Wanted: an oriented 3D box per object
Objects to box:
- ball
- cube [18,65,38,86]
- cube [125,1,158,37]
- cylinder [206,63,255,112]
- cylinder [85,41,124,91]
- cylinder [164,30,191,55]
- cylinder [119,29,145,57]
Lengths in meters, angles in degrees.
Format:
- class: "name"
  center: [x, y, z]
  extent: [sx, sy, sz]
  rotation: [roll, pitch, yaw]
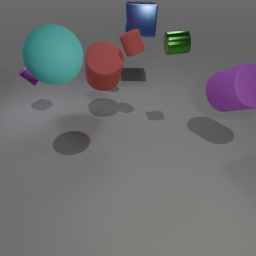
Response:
- class: "ball"
  center: [-1.781, -1.736, 6.693]
  extent: [1.400, 1.400, 1.400]
  rotation: [0, 32, 0]
- class: "cube"
  center: [-3.883, -2.213, 11.281]
  extent: [0.700, 0.700, 0.700]
  rotation: [-53, 30, -4]
- class: "cube"
  center: [0.593, -5.113, 13.134]
  extent: [1.400, 1.400, 1.400]
  rotation: [2, 28, -1]
- class: "cylinder"
  center: [3.515, -1.271, 9.088]
  extent: [1.400, 1.400, 1.400]
  rotation: [-15, 5, -23]
- class: "cylinder"
  center: [-0.926, -2.321, 10.703]
  extent: [1.400, 1.400, 1.400]
  rotation: [2, 72, -7]
- class: "cylinder"
  center: [1.523, -2.649, 8.708]
  extent: [0.700, 0.700, 0.700]
  rotation: [-6, 32, -2]
- class: "cylinder"
  center: [0.146, -2.914, 9.594]
  extent: [0.700, 0.700, 0.700]
  rotation: [-19, 27, 10]
